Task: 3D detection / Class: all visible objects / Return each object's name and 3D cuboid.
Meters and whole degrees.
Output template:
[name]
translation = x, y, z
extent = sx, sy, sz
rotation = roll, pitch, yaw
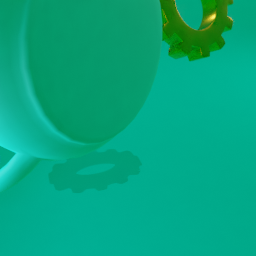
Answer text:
[gear]
translation = 0.963, -1.933, 4.373
extent = 1.694, 1.694, 0.313
rotation = -22, 12, -29
[teapot]
translation = -0.410, -0.539, 1.549
extent = 0.965, 1.226, 1.971
rotation = 18, 82, 33
